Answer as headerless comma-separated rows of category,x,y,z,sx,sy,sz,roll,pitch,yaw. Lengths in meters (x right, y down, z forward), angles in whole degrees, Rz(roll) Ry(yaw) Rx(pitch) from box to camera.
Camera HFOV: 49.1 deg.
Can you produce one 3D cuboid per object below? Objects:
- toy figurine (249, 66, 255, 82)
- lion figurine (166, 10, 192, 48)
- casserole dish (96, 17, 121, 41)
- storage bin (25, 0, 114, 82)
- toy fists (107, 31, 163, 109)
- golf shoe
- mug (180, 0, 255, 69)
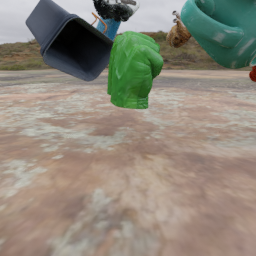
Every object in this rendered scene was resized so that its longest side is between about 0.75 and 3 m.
toy figurine,3.823,-2.598,7.689,2.176,1.538,2.211,-28,67,-24
lion figurine,2.255,-3.587,9.573,2.174,0.788,1.332,-19,-36,22
casserole dish,-0.839,-3.069,9.505,0.410,2.111,1.279,31,27,5
storage bin,-1.609,-2.684,8.033,1.604,1.739,2.389,49,16,22
toy fists,0.088,-1.348,6.268,0.976,1.447,2.838,4,14,-7
golf shoe,-0.361,-3.532,8.128,0.788,0.648,1.668,-39,53,-22
mug,2.344,-2.141,5.820,2.544,1.573,2.091,-34,-16,-3
